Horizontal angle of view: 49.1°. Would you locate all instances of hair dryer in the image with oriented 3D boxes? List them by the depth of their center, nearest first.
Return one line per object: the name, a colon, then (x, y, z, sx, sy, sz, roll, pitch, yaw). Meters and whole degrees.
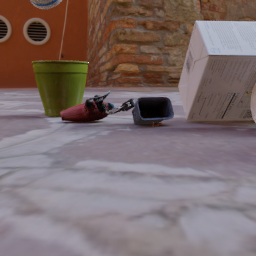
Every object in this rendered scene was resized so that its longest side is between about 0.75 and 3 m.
hair dryer: (-1.144, -0.696, 8.625, 2.427, 0.659, 1.849, -19, -18, 32)

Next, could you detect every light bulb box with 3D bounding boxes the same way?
light bulb box: (3.321, -1.699, 8.808, 2.795, 2.771, 1.744, 0, 53, -5)

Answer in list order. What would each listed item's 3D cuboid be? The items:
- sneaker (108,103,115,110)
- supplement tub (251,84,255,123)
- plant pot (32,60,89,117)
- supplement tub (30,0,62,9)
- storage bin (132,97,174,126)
sneaker: (-0.946, -1.025, 12.962, 0.919, 0.337, 0.376, 7, 12, 37)
supplement tub: (4.662, -0.698, 7.454, 2.195, 1.592, 1.592, 0, 10, -4)
plant pot: (-2.545, -1.500, 10.772, 2.102, 2.024, 2.102, 0, 9, 0)
supplement tub: (-1.860, -3.148, 5.655, 0.845, 0.845, 1.281, 1, -16, 8)
storage bin: (0.704, -0.419, 8.578, 1.153, 0.839, 0.775, -4, -17, -22)
